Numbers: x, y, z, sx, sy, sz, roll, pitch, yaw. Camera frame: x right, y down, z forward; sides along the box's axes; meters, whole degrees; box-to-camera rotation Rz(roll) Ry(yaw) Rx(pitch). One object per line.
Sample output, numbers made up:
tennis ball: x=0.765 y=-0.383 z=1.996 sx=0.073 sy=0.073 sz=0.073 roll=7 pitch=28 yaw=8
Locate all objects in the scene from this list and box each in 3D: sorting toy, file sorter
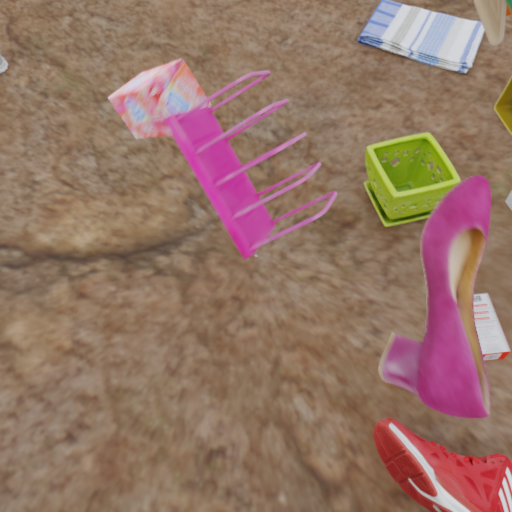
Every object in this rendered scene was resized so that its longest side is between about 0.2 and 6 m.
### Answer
sorting toy: x=3.480 y=-3.804 z=7.878 sx=0.298 sy=1.496 sz=2.024 roll=-5 pitch=53 yaw=9
file sorter: x=0.039 y=-1.300 z=7.549 sx=1.284 sy=2.048 sz=1.423 roll=-26 pitch=10 yaw=22

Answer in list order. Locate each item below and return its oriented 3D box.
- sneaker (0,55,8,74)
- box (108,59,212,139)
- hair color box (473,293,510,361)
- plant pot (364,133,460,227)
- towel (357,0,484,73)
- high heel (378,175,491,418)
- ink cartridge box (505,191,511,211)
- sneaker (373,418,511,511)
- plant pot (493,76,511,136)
sneaker: x=-6.312 y=-4.248 z=12.520 sx=0.572 sy=0.620 sz=1.405 roll=35 pitch=63 yaw=21
box: x=-1.596 y=-2.497 z=9.055 sx=0.807 sy=0.875 sz=1.705 roll=-44 pitch=29 yaw=-19
hair color box: x=3.615 y=1.148 z=9.025 sx=0.534 sy=0.322 sz=1.052 roll=-5 pitch=57 yaw=-3
plant pot: x=2.715 y=-1.294 z=10.177 sx=1.291 sy=1.172 sz=1.285 roll=-13 pitch=57 yaw=-9
towel: x=4.027 y=-5.373 z=13.473 sx=2.739 sy=0.326 sz=2.012 roll=22 pitch=58 yaw=15
high heel: x=2.367 y=0.358 z=6.136 sx=1.312 sy=0.921 sz=2.735 roll=13 pitch=71 yaw=53
ink cartridge box: x=5.322 y=-1.017 z=10.482 sx=1.031 sy=0.350 sz=0.594 roll=-13 pitch=57 yaw=-9
sneaker: x=2.654 y=2.883 z=7.691 sx=1.208 sy=0.819 sz=2.091 roll=-32 pitch=73 yaw=-29
plant pot: x=5.726 y=-3.150 z=11.658 sx=0.926 sy=0.906 sz=0.900 roll=-6 pitch=56 yaw=-13
